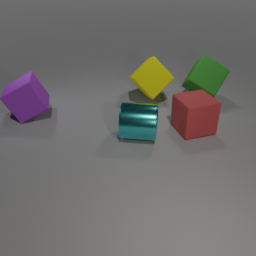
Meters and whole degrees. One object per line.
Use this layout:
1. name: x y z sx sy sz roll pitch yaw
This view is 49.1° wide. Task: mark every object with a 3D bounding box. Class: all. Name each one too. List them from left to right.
1. cube: -4.394 -1.340 12.126 1.400 1.400 1.400 -28 33 4
2. cylinder: 0.410 -0.247 10.686 1.400 1.400 1.400 4 31 5
3. cube: 1.087 -2.384 13.374 1.400 1.400 1.400 -45 11 3
4. cube: 2.659 -0.564 11.221 1.400 1.400 1.400 -10 32 -14
5. cube: 3.584 -2.318 13.106 1.400 1.400 1.400 32 -4 -1
